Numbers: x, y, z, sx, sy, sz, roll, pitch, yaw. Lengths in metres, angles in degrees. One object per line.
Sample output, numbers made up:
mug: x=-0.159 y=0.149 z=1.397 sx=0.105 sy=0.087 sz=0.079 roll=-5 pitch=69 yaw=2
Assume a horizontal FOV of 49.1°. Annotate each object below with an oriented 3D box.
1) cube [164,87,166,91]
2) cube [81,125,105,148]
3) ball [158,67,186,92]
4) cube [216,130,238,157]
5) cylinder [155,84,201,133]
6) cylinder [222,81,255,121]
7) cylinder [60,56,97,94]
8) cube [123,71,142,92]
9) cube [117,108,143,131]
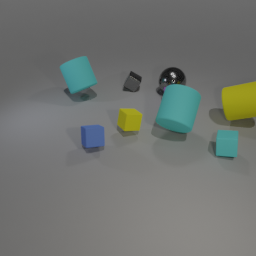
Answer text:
cube: x=2.074 y=-1.489 z=13.332 sx=0.700 sy=0.700 sz=0.700 roll=-1 pitch=33 yaw=5
cube: x=-1.287 y=0.285 z=10.181 sx=0.700 sy=0.700 sz=0.700 roll=-5 pitch=10 yaw=-22
ball: x=2.239 y=-2.366 z=14.150 sx=1.400 sy=1.400 sz=1.400 roll=0 pitch=32 yaw=0
cube: x=3.500 y=0.536 z=9.884 sx=0.700 sy=0.700 sz=0.700 roll=3 pitch=26 yaw=21
cylinder: x=1.896 y=-0.709 z=10.562 sx=1.400 sy=1.400 sz=1.400 roll=14 pitch=76 yaw=21
cylinder: x=4.702 y=-1.085 z=11.431 sx=1.400 sy=1.400 sz=1.400 roll=-9 pitch=25 yaw=30
cylinder: x=-2.373 y=-2.545 z=13.514 sx=1.400 sy=1.400 sz=1.400 roll=-22 pitch=8 yaw=3
cube: x=0.250 y=-2.449 z=14.748 sx=0.700 sy=0.700 sz=0.700 roll=28 pitch=31 yaw=-10
cube: x=0.062 y=-0.333 z=11.036 sx=0.700 sy=0.700 sz=0.700 roll=-1 pitch=23 yaw=-28
